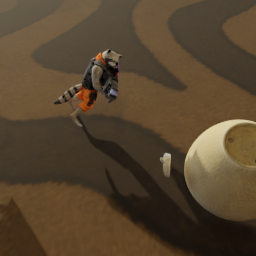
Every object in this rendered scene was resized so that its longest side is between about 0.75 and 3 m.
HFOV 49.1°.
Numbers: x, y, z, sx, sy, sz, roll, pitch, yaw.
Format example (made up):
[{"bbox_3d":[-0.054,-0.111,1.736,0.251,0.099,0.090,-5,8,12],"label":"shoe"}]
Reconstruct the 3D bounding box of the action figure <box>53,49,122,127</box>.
[{"bbox_3d":[-1.040,-1.257,8.269,1.299,2.402,2.483,34,12,-17],"label":"action figure"}]

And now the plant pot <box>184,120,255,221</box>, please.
[{"bbox_3d":[2.581,0.738,6.418,2.398,1.610,2.398,-2,60,4],"label":"plant pot"}]

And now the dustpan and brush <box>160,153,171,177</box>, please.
[{"bbox_3d":[0.919,0.848,6.875,0.246,0.861,0.601,3,71,9],"label":"dustpan and brush"}]
